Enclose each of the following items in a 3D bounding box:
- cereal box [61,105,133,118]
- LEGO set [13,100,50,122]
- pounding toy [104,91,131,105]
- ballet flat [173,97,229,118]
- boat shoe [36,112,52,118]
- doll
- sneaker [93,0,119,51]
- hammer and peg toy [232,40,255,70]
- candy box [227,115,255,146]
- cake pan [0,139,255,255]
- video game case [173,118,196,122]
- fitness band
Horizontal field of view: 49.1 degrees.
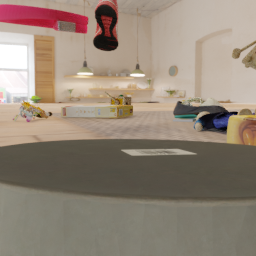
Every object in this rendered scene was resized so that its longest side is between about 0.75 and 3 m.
[{"bbox_3d":[-1.439,-0.829,13.523,2.917,0.576,2.099,2,7,19],"label":"cereal box"},{"bbox_3d":[-4.091,-0.540,11.559,0.981,0.794,2.132,35,3,1],"label":"LEGO set"},{"bbox_3d":[-0.541,-1.322,14.971,1.158,1.258,0.895,5,8,37],"label":"pounding toy"},{"bbox_3d":[2.950,-0.763,11.030,0.977,0.977,2.674,-6,9,-44],"label":"ballet flat"},{"bbox_3d":[-3.969,-0.606,13.141,0.799,0.296,0.265,-1,-7,-25],"label":"boat shoe"},{"bbox_3d":[2.717,-0.221,7.809,1.725,0.613,2.529,-11,3,-16],"label":"doll"},{"bbox_3d":[-0.581,-3.280,8.738,0.827,0.973,2.243,12,-22,-4],"label":"sneaker"},{"bbox_3d":[3.913,-2.184,8.213,1.504,1.106,0.530,39,-12,28],"label":"hammer and peg toy"},{"bbox_3d":[2.693,0.241,2.962,2.729,0.771,1.592,-3,8,-15],"label":"candy box"},{"bbox_3d":[0.165,0.396,1.923,2.650,0.486,2.650,1,2,0],"label":"cake pan"},{"bbox_3d":[2.279,-0.324,11.240,0.796,0.088,0.725,3,7,24],"label":"video game case"},{"bbox_3d":[-2.418,-3.201,8.257,2.080,0.542,2.897,14,18,18],"label":"fitness band"}]
